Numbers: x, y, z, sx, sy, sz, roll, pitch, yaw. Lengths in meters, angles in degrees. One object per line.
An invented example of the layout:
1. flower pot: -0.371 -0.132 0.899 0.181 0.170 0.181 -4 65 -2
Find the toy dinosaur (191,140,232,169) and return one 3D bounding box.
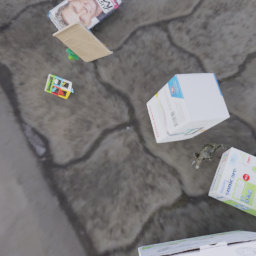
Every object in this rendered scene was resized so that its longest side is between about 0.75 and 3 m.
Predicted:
1. toy dinosaur: 2.127 0.544 7.234 1.178 0.603 0.453 -38 97 -9

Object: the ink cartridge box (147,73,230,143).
1. ink cartridge box: 1.396 -0.452 6.947 1.157 1.585 1.163 -7 74 -24

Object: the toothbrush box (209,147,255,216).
1. toothbrush box: 3.100 1.435 6.996 1.719 0.740 1.251 23 74 8

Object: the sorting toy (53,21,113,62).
1. sorting toy: -1.299 -2.171 7.286 1.234 1.669 0.246 33 68 -36

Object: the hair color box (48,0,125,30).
1. hair color box: -1.204 -3.497 8.212 2.037 0.616 1.019 -41 111 -11

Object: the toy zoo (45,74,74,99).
1. toy zoo: -1.902 -1.144 7.865 0.780 0.080 0.512 21 111 -4

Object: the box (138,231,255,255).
1. box: 1.591 2.931 5.760 2.603 2.297 1.259 -8 73 -3
